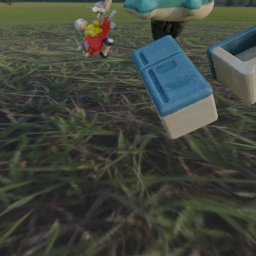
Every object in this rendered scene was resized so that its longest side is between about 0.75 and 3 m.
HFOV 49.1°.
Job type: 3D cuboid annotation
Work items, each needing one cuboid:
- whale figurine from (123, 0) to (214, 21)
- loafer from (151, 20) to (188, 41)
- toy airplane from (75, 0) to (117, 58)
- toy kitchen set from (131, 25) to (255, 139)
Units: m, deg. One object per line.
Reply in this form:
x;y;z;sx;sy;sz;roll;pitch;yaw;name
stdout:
0.846;-2.655;5.508;1.901;0.986;1.512;-20;41;-25;whale figurine
1.256;-3.346;7.072;1.071;2.982;0.938;23;43;-1;loafer
-0.704;-2.152;6.046;0.868;1.231;1.225;19;6;-15;toy airplane
1.352;-1.724;3.714;2.972;2.381;1.751;-24;43;5;toy kitchen set
